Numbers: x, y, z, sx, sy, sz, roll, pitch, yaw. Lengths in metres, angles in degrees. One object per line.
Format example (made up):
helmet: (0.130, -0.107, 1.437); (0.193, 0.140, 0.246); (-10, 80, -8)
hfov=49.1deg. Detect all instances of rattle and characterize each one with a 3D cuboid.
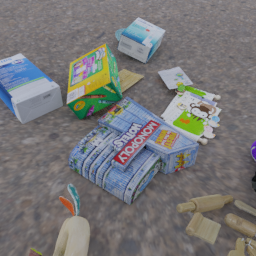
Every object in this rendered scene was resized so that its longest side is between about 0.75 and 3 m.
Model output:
rattle: (-0.651, 2.381, 5.530); (1.854, 1.690, 2.596); (6, 18, -6)

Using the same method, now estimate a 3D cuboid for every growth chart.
growth chart: (2.141, -0.557, 9.320); (1.928, 0.236, 2.665); (18, 46, 17)

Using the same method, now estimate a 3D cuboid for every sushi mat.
sushi mat: (-0.433, -1.628, 10.561); (1.035, 0.131, 2.164); (28, 49, 27)

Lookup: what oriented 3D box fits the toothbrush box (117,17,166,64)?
toothbrush box: (0.610, -3.872, 12.288); (1.430, 0.833, 1.953); (28, 46, 6)

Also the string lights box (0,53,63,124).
string lights box: (-3.752, -1.513, 9.866); (1.535, 0.881, 2.987); (-29, 50, -28)

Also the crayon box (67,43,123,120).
crayon box: (-1.178, -1.686, 9.656); (1.612, 0.791, 2.714); (-25, 40, 13)

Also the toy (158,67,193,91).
toy: (1.758, -1.785, 10.529); (0.877, 0.360, 1.523); (-14, 34, -3)

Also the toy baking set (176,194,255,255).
toy baking set: (2.379, 2.142, 5.829); (2.804, 0.326, 2.152); (0, 30, -39)

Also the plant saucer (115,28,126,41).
plant saucer: (0.083, -4.077, 13.005); (1.459, 0.281, 1.459); (11, 48, -12)

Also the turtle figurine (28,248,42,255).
turtle figurine: (-1.913, 2.874, 4.888); (1.709, 0.550, 1.378); (25, 65, 16)

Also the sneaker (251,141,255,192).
sneaker: (3.408, 0.965, 6.486); (1.435, 1.003, 2.886); (-22, 13, -2)

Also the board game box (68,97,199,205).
board game box: (0.298, 0.567, 7.585); (2.765, 0.853, 2.767); (24, 47, 25)
